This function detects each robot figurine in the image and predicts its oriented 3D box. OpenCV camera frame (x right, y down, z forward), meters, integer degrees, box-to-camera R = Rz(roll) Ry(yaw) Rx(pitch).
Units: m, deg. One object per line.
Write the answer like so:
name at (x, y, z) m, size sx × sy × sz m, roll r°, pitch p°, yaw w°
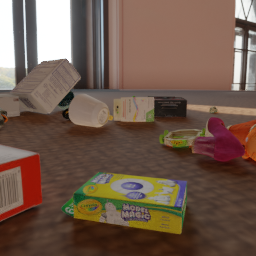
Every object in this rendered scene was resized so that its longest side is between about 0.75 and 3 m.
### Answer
robot figurine at (3.257, 0.309, 6.505) m, size 1.075 × 0.871 × 1.494 m, roll 5°, pitch 14°, yaw 36°

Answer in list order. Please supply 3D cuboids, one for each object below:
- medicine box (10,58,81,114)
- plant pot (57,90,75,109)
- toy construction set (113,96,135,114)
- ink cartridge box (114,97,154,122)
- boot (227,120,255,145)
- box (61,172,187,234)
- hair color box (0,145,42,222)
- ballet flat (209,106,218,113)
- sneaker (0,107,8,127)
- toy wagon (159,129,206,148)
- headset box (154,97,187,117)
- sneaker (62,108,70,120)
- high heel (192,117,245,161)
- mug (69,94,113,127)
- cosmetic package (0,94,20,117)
medicine box at (-4.659, -2.425, 15.844) m, size 2.696 × 1.524 × 2.960 m, roll 9°, pitch 54°, yaw 45°
plant pot at (-3.725, -1.603, 16.804) m, size 1.223 × 1.223 × 0.819 m, roll 1°, pitch -25°, yaw 5°
toy construction set at (0.096, -0.911, 13.653) m, size 1.318 × 0.926 × 2.010 m, roll 33°, pitch 28°, yaw 12°
ink cartridge box at (0.230, -0.809, 12.215) m, size 1.806 × 1.058 × 0.608 m, roll -1°, pitch 3°, yaw 4°
boot at (3.677, 0.059, 8.571) m, size 1.074 × 0.752 × 2.003 m, roll 2°, pitch 10°, yaw 40°
box at (-0.027, 1.007, 4.069) m, size 1.685 × 0.408 × 0.989 m, roll 1°, pitch 10°, yaw 15°
hair color box at (-2.800, 0.719, 4.355) m, size 2.767 × 0.847 × 1.404 m, roll 8°, pitch 13°, yaw 33°
ballet flat at (4.885, -1.079, 15.926) m, size 0.373 × 0.345 × 1.106 m, roll 5°, pitch 11°, yaw 28°
sneaker at (-5.325, -0.465, 11.073) m, size 1.104 × 1.029 × 2.785 m, roll 6°, pitch 13°, yaw -21°
toy wagon at (1.534, 0.302, 7.949) m, size 1.239 × 0.316 × 1.596 m, roll -3°, pitch 13°, yaw 23°
headset box at (2.059, -1.105, 14.487) m, size 1.752 × 0.884 × 2.358 m, roll 1°, pitch 10°, yaw 4°
sneaker at (-2.103, -0.651, 12.727) m, size 1.756 × 0.614 × 0.790 m, roll 0°, pitch 7°, yaw -10°
high heel at (2.525, 0.233, 7.228) m, size 1.161 × 0.815 × 2.421 m, roll 7°, pitch 12°, yaw 27°
mug at (-1.342, -0.678, 11.205) m, size 1.313 × 1.281 × 1.599 m, roll 17°, pitch 34°, yaw 35°
cosmetic package at (-6.643, -1.205, 14.645) m, size 1.335 × 1.127 × 2.499 m, roll -7°, pitch 15°, yaw -33°
